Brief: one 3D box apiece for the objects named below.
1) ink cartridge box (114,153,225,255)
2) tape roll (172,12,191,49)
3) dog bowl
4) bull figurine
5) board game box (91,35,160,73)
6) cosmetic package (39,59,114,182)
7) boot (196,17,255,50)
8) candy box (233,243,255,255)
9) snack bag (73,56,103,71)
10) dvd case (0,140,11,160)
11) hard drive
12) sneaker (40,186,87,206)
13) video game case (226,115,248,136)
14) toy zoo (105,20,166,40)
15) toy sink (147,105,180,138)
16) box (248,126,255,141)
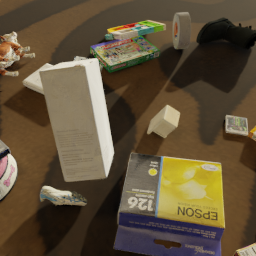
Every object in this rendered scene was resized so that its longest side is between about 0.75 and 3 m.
[{"bbox_3d":[1.259,2.177,8.192,2.925,0.696,2.960,7,46,6],"label":"ink cartridge box"},{"bbox_3d":[2.625,-4.780,13.805,0.566,1.713,1.713,-3,48,-2],"label":"tape roll"},{"bbox_3d":[-4.839,1.365,8.740,2.501,0.922,2.501,0,47,0],"label":"dog bowl"},{"bbox_3d":[-5.561,-3.443,13.094,1.788,0.959,2.945,8,48,8],"label":"bull figurine"},{"bbox_3d":[-0.131,-3.696,13.603,2.829,0.412,1.904,-23,53,-24],"label":"board game box"},{"bbox_3d":[-1.151,-0.244,6.983,1.119,2.757,1.556,-8,17,7],"label":"cosmetic package"},{"bbox_3d":[5.126,-4.630,14.213,2.727,1.009,2.235,-33,58,-29],"label":"boot"},{"bbox_3d":[3.758,3.111,6.653,2.832,1.653,0.800,-14,48,-11],"label":"candy box"},{"bbox_3d":[-1.991,-2.819,13.071,1.538,0.165,1.450,11,48,9],"label":"snack bag"},{"bbox_3d":[-5.223,0.927,8.299,2.024,0.333,2.693,34,55,26],"label":"dvd case"},{"bbox_3d":[-3.096,-1.963,12.174,2.432,0.320,1.604,24,52,20],"label":"hard drive"},{"bbox_3d":[-1.929,2.132,8.407,1.432,0.515,0.519,13,88,1],"label":"sneaker"},{"bbox_3d":[4.121,-0.109,10.637,0.791,0.102,0.870,10,48,9],"label":"video game case"},{"bbox_3d":[0.207,-5.105,14.652,2.982,0.305,1.957,-18,31,-16],"label":"toy zoo"},{"bbox_3d":[1.305,-0.151,10.227,0.636,1.135,0.740,31,48,-12],"label":"toy sink"},{"bbox_3d":[5.222,0.397,10.054,0.885,0.308,1.486,-34,58,-27],"label":"box"}]
